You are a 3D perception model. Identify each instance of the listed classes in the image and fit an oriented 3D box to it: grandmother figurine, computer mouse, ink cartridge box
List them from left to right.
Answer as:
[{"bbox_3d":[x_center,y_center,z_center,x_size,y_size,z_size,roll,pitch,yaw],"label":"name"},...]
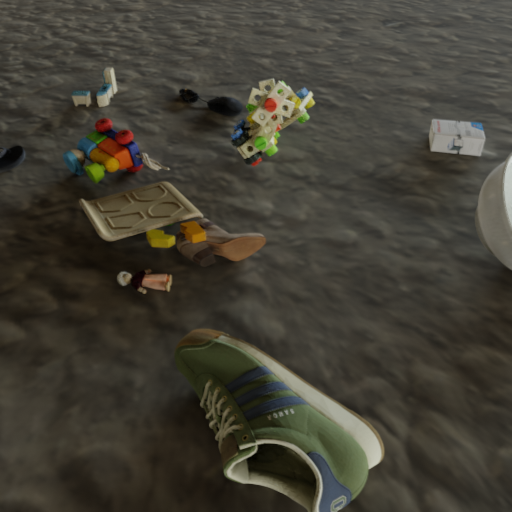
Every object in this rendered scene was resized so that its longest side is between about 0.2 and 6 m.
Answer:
[{"bbox_3d":[-1.860,0.398,9.282,0.878,0.266,0.532,5,31,1],"label":"grandmother figurine"},{"bbox_3d":[-1.225,-4.133,14.679,2.174,0.370,0.637,26,46,29],"label":"computer mouse"},{"bbox_3d":[4.602,-2.738,12.897,1.119,0.481,0.819,6,39,9],"label":"ink cartridge box"}]

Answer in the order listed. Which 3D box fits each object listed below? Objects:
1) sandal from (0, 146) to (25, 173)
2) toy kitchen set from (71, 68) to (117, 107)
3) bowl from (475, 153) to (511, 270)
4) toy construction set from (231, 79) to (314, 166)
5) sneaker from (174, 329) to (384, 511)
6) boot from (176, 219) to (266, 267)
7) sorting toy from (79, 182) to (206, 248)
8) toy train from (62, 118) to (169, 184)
[{"bbox_3d":[-5.825,-2.011,12.092,0.678,0.382,1.784,31,49,32],"label":"sandal"},{"bbox_3d":[-4.325,-4.504,14.911,0.888,0.653,1.108,2,39,3],"label":"toy kitchen set"},{"bbox_3d":[4.511,-0.599,9.490,2.343,1.053,2.343,10,70,-29],"label":"bowl"},{"bbox_3d":[0.343,-2.947,12.036,1.853,1.302,2.825,-32,7,16],"label":"toy construction set"},{"bbox_3d":[-0.074,1.990,6.714,2.983,1.000,1.339,26,41,24],"label":"sneaker"},{"bbox_3d":[-0.696,-0.330,9.977,1.444,0.507,1.056,-17,41,-21],"label":"boot"},{"bbox_3d":[-2.009,-0.660,10.279,1.930,0.347,2.591,-15,32,-23],"label":"sorting toy"},{"bbox_3d":[-2.986,-1.943,11.692,2.192,0.928,1.268,33,60,33],"label":"toy train"}]
